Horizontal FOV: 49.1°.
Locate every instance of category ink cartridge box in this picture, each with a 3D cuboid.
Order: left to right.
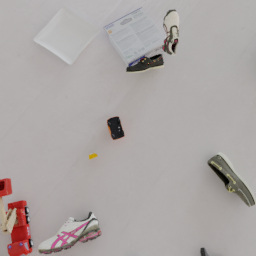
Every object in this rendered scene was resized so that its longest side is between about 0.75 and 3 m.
[{"bbox_3d":[0.338,-4.161,12.786,2.148,0.474,2.188,-30,74,-8],"label":"ink cartridge box"}]

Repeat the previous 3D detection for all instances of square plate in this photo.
[{"bbox_3d":[-2.781,-4.222,12.873,2.245,0.322,2.266,34,77,9],"label":"square plate"}]

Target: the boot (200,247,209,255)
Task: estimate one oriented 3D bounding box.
[{"bbox_3d":[3.145,4.835,10.290,0.723,0.384,1.099,-18,86,-8],"label":"boot"}]

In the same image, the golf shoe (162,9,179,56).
[{"bbox_3d":[1.726,-3.571,10.557,0.649,1.680,0.740,-15,41,-14],"label":"golf shoe"}]

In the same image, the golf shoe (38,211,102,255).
[{"bbox_3d":[-2.190,3.889,10.325,2.303,0.836,1.060,-17,70,-14],"label":"golf shoe"}]

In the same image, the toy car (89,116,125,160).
[{"bbox_3d":[-1.029,0.361,11.372,1.961,0.653,0.962,-36,100,-12],"label":"toy car"}]

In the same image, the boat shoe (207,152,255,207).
[{"bbox_3d":[3.999,2.068,10.830,0.699,0.836,2.339,-30,70,-8],"label":"boat shoe"}]

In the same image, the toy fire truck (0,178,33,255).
[{"bbox_3d":[-4.115,3.230,9.910,0.658,1.903,2.698,-12,74,-3],"label":"toy fire truck"}]

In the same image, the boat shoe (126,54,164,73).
[{"bbox_3d":[0.706,-2.726,11.919,1.933,0.707,0.606,-21,116,-28],"label":"boat shoe"}]
